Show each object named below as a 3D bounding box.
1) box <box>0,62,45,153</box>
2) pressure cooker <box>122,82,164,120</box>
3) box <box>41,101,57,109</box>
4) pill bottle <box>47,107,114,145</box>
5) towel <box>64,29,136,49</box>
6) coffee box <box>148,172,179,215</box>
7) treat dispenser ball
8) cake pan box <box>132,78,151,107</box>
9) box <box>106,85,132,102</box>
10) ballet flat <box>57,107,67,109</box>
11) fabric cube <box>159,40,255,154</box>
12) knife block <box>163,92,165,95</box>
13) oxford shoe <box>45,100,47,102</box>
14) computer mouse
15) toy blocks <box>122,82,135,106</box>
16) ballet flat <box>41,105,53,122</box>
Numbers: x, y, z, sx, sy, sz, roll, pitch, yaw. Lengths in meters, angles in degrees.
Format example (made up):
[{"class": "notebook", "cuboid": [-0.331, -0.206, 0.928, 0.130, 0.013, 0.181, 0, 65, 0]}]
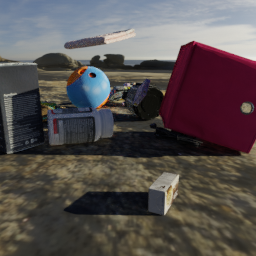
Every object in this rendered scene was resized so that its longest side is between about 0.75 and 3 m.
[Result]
[{"class": "box", "cuboid": [-3.892, -0.750, 8.928, 1.953, 2.639, 1.377, 11, 19, 37]}, {"class": "pressure cooker", "cuboid": [0.677, -1.277, 12.967, 1.627, 1.602, 1.822, -35, 22, -7]}, {"class": "box", "cuboid": [-4.664, -1.100, 14.493, 1.952, 0.472, 1.145, 8, 16, 37]}, {"class": "pill bottle", "cuboid": [-1.591, -0.086, 9.327, 2.062, 1.174, 1.174, -4, 16, -18]}, {"class": "towel", "cuboid": [-1.029, -3.304, 10.424, 2.037, 0.328, 1.946, 4, 26, 37]}, {"class": "coffee box", "cuboid": [0.715, 1.272, 5.569, 0.349, 0.494, 0.874, 7, 16, 25]}, {"class": "treat dispenser ball", "cuboid": [-2.065, -2.059, 14.651, 2.271, 2.271, 2.271, 0, 15, 0]}, {"class": "cake pan box", "cuboid": [0.470, -1.257, 9.837, 0.212, 0.746, 0.810, 28, 51, -13]}, {"class": "box", "cuboid": [-0.367, -2.113, 17.139, 1.963, 0.391, 1.344, -13, -14, -39]}, {"class": "ballet flat", "cuboid": [-2.498, -0.522, 11.997, 0.665, 0.718, 2.038, 8, 12, -33]}, {"class": "fabric cube", "cuboid": [2.715, -1.098, 9.036, 2.666, 2.624, 2.675, 18, 14, -2]}, {"class": "knife block", "cuboid": [1.341, -1.817, 16.621, 2.255, 0.721, 1.979, -7, 17, -24]}, {"class": "oxford shoe", "cuboid": [-4.461, -1.276, 15.243, 0.976, 0.412, 0.355, 11, 16, 29]}, {"class": "computer mouse", "cuboid": [1.439, 0.187, 9.063, 1.601, 0.525, 2.280, 16, 14, 2]}, {"class": "toy blocks", "cuboid": [0.254, -1.845, 15.529, 1.255, 1.342, 1.130, 5, 10, 18]}, {"class": "ballet flat", "cuboid": [-4.296, -0.719, 12.781, 2.452, 0.832, 0.887, 18, 42, 40]}]
